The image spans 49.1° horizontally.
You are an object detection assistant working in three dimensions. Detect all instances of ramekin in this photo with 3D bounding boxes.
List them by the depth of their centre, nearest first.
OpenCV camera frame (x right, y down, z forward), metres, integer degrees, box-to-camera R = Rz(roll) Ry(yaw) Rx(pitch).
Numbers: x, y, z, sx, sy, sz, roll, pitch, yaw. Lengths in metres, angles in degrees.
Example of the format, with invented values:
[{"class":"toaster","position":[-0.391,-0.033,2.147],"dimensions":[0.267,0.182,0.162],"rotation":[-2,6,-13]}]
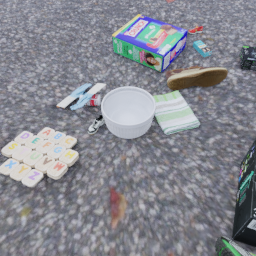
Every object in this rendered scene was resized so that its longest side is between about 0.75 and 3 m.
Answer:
[{"class":"ramekin","position":[0.028,-0.528,10.641],"dimensions":[2.012,1.056,2.012],"rotation":[0,51,0]}]

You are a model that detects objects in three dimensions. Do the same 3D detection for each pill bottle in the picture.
[{"class":"pill bottle","position":[-1.548,-1.167,11.554],"dimensions":[0.836,0.469,0.469],"rotation":[3,50,3]}]

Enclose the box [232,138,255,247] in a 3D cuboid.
[{"class":"box","position":[4.421,1.948,8.120],"dimensions":[2.097,1.755,2.823],"rotation":[16,52,13]}]

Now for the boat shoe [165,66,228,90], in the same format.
[{"class":"boat shoe","position":[2.965,-2.379,12.277],"dimensions":[2.695,0.972,0.970],"rotation":[-11,52,-1]}]

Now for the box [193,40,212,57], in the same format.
[{"class":"box","position":[3.710,-3.974,14.017],"dimensions":[0.429,0.256,1.043],"rotation":[-19,53,-15]}]

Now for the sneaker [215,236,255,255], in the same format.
[{"class":"sneaker","position":[3.291,3.659,7.444],"dimensions":[2.129,0.831,0.907],"rotation":[38,52,17]}]

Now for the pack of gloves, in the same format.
[{"class":"pack of gloves","position":[-1.870,-1.234,11.548],"dimensions":[1.477,0.347,1.758],"rotation":[16,52,44]}]

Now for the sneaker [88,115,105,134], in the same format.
[{"class":"sneaker","position":[-1.244,-0.160,10.765],"dimensions":[0.347,0.402,0.917],"rotation":[27,57,18]}]

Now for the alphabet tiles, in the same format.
[{"class":"alphabet tiles","position":[-3.052,0.876,9.689],"dimensions":[2.543,0.186,2.487],"rotation":[19,43,21]}]

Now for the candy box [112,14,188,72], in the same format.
[{"class":"candy box","position":[1.057,-4.222,13.667],"dimensions":[2.858,1.101,2.417],"rotation":[27,56,22]}]

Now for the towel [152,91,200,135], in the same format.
[{"class":"towel","position":[1.794,-0.696,11.267],"dimensions":[1.513,0.311,2.027],"rotation":[-13,51,-12]}]

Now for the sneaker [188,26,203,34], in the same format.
[{"class":"sneaker","position":[3.635,-5.309,15.055],"dimensions":[0.846,0.359,0.326],"rotation":[-15,52,-12]}]

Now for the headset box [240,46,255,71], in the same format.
[{"class":"headset box","position":[5.933,-3.328,13.279],"dimensions":[1.065,0.568,1.224],"rotation":[9,51,7]}]
